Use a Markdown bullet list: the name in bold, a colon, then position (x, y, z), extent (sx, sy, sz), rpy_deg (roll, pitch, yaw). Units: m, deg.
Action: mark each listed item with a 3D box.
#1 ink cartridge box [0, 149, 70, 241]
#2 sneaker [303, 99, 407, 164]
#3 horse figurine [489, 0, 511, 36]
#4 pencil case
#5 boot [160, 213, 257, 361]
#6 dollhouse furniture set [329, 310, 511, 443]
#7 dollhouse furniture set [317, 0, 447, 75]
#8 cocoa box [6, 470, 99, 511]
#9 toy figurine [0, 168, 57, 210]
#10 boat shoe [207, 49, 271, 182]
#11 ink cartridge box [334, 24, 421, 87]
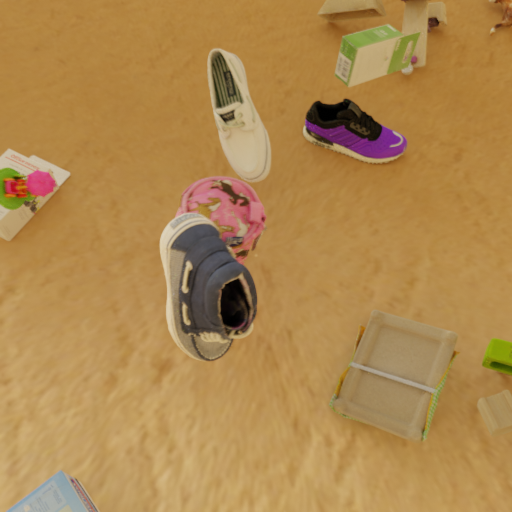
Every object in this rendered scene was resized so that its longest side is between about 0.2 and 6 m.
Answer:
- **ink cartridge box**: position (-3.924, -1.122, 9.141), extent (0.915, 0.539, 1.589), rpy_deg (25, 62, 14)
- **sneaker**: position (1.699, -2.196, 9.570), extent (1.838, 0.914, 0.639), rpy_deg (16, 60, 10)
- **horse figurine**: position (5.655, -4.825, 11.385), extent (2.001, 0.500, 1.326), rpy_deg (16, 54, 18)
- **pencil case**: position (-0.591, -0.045, 7.365), extent (0.978, 2.361, 1.022), rpy_deg (-34, 76, -26)
- **boot**: position (-0.464, 0.684, 6.112), extent (0.836, 2.298, 1.038), rpy_deg (-28, 50, -18)
- **dollhouse furniture set**: position (2.760, 1.946, 7.319), extent (3.227, 1.246, 1.613), rpy_deg (14, 65, 31)
- **dollhouse furniture set**: position (2.503, -4.372, 11.350), extent (2.235, 1.771, 1.586), rpy_deg (7, 99, 30)
- **cocoa box**: position (-2.131, 3.242, 6.317), extent (0.842, 0.828, 1.262), rpy_deg (-35, 65, -19)
- **toy figurine**: position (-3.004, -0.933, 7.589), extent (0.708, 0.769, 0.577), rpy_deg (-3, 91, 22)
- **boat shoe**: position (-0.355, -2.040, 8.208), extent (0.731, 0.663, 1.987), rpy_deg (-20, 86, 20)
- **ink cartridge box**: position (1.801, -3.025, 8.356), extent (1.240, 0.644, 0.368), rpy_deg (-24, 58, -23)
